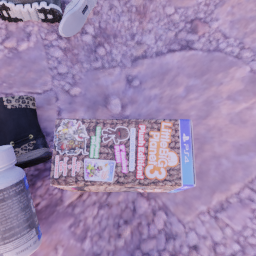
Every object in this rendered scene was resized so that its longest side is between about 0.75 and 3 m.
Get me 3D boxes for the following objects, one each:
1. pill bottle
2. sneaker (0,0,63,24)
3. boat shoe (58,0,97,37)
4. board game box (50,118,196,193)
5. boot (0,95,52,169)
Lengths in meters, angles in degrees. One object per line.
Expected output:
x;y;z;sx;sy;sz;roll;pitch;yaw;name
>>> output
-2.619;1.533;5.735;1.239;1.239;2.178;-12;99;-4;pill bottle
-2.978;-3.609;7.992;2.332;0.775;1.055;4;70;-2;sneaker
-1.535;-3.313;8.037;0.580;0.589;1.662;22;76;34;boat shoe
-0.085;0.687;5.982;2.578;2.055;1.248;0;74;1;board game box
-3.134;0.209;6.761;2.295;0.840;1.728;-13;75;-8;boot
